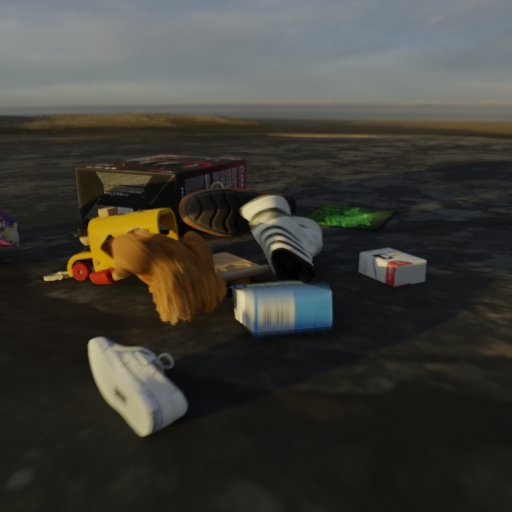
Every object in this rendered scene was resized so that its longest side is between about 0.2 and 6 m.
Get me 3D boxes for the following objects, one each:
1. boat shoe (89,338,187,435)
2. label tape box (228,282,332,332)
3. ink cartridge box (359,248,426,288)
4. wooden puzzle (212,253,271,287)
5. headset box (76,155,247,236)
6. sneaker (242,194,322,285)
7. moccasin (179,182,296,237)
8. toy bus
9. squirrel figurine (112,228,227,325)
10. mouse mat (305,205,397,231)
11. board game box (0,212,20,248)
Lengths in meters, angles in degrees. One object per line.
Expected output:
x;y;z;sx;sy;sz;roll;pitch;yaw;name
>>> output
-1.161;1.209;5.704;0.652;0.565;1.530;-12;22;-35;boat shoe
0.278;0.653;7.626;1.052;0.485;1.468;-3;2;-15;label tape box
2.312;0.185;9.582;0.689;0.392;0.946;-9;18;-28;ink cartridge box
-0.750;0.303;9.308;1.450;0.362;1.565;-11;14;-35;wooden puzzle
-2.131;-1.704;14.249;2.851;1.439;3.836;8;18;26;headset box
0.625;0.010;9.634;0.940;1.433;2.490;-25;-23;19;sneaker
-0.474;-1.103;12.728;3.080;1.127;1.189;-13;18;-41;moccasin
-2.312;-0.257;9.248;2.090;1.080;1.972;-13;11;-34;toy bus
-1.202;0.187;7.606;1.554;1.100;1.450;40;5;38;squirrel figurine
2.362;-1.021;14.390;2.113;0.099;2.626;7;18;22;mouse mat
-6.550;-0.526;9.448;4.110;0.664;2.467;-3;-16;2;board game box
